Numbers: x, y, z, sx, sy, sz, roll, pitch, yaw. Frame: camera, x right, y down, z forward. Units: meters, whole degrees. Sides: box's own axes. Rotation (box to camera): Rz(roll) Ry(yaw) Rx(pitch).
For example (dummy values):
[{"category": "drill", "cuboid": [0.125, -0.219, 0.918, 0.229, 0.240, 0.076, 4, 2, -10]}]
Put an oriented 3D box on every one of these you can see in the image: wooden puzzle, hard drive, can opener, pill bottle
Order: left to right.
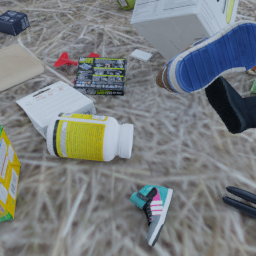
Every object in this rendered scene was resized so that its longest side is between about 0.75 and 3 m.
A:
[{"category": "wooden puzzle", "cuboid": [-4.548, -2.335, 10.766, 1.933, 0.389, 2.089, -33, 60, -27]}, {"category": "pill bottle", "cuboid": [-0.990, 0.265, 7.729, 2.198, 1.236, 1.236, 6, 47, 5]}, {"category": "hard drive", "cuboid": [0.554, -2.971, 11.495, 0.787, 0.103, 0.519, 24, 52, 22]}, {"category": "can opener", "cuboid": [3.344, 1.978, 6.668, 2.144, 0.843, 0.680, 14, 88, 16]}]

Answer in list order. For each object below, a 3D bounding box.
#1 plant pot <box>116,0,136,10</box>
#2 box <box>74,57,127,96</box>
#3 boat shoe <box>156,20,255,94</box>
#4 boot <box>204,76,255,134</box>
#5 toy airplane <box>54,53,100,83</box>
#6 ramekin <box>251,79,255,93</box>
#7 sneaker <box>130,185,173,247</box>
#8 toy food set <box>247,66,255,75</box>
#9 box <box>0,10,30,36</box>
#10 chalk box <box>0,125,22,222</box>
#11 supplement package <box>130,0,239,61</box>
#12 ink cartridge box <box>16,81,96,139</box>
[{"category": "plant pot", "cuboid": [0.345, -7.017, 14.296, 1.829, 1.829, 1.955, 34, 75, 27]}, {"category": "box", "cuboid": [-0.956, -1.870, 10.027, 1.765, 0.391, 1.414, 2, 63, 2]}, {"category": "boat shoe", "cuboid": [1.104, -0.972, 3.742, 1.780, 0.643, 0.644, -25, 17, -27]}, {"category": "boot", "cuboid": [2.546, -0.600, 6.341, 1.284, 0.584, 1.528, -10, 66, -31]}, {"category": "toy airplane", "cuboid": [-1.898, -2.462, 10.825, 2.119, 0.390, 2.119, 0, 48, 0]}, {"category": "ramekin", "cuboid": [4.951, -1.837, 9.406, 0.842, 1.724, 1.724, 27, 53, 14]}, {"category": "sneaker", "cuboid": [0.454, 1.919, 6.583, 0.924, 0.640, 1.530, 19, 42, 10]}, {"category": "toy food set", "cuboid": [5.661, -2.681, 10.829, 2.236, 0.675, 1.604, 10, 48, 9]}, {"category": "box", "cuboid": [-5.315, -4.839, 12.862, 1.041, 0.622, 1.059, 18, 50, 16]}, {"category": "chalk box", "cuboid": [-4.224, 1.189, 6.527, 2.802, 1.735, 1.743, -6, 47, -6]}, {"category": "supplement package", "cuboid": [1.852, -3.718, 8.282, 2.029, 2.638, 2.758, 7, 79, 36]}, {"category": "ink cartridge box", "cuboid": [-2.419, -0.690, 9.237, 1.806, 0.533, 2.257, -31, 42, -25]}]
